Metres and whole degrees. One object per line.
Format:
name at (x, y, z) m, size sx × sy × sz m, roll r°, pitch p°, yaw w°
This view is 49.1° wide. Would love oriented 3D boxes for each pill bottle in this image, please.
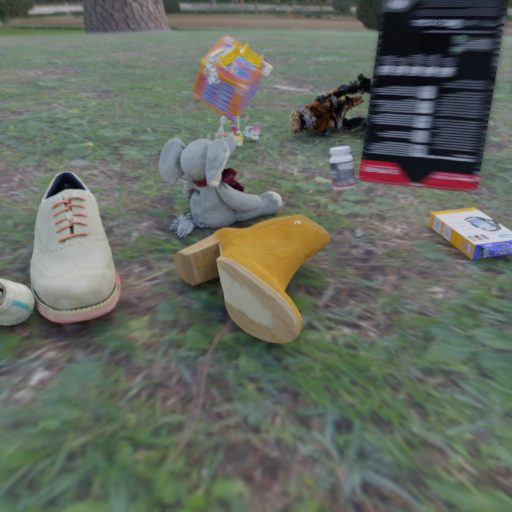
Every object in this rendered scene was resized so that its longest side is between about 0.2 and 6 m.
pill bottle at (1.425, -1.453, 9.298) m, size 0.389 × 0.672 × 0.389 m, roll -8°, pitch 13°, yaw 2°

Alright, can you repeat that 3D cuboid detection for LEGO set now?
LEGO set at (-0.416, -3.873, 11.152) m, size 1.522 × 0.700 × 0.566 m, roll -21°, pitch 28°, yaw -32°
LEGO set at (-0.745, -3.305, 15.143) m, size 0.914 × 0.739 × 1.986 m, roll 14°, pitch 30°, yaw 26°

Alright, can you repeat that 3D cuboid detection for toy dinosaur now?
toy dinosaur at (2.359, -4.420, 16.584) m, size 2.315 × 1.743 × 3.412 m, roll 1°, pitch 44°, yaw 38°

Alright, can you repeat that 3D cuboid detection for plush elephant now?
plush elephant at (-0.820, -1.504, 10.534) m, size 1.830 × 1.721 × 2.222 m, roll 20°, pitch 33°, yaw 34°

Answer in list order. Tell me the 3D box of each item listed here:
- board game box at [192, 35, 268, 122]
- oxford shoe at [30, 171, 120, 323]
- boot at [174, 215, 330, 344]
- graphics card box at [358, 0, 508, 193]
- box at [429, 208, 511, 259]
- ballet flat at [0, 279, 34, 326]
board game box at (-0.572, -3.791, 12.007) m, size 1.065 × 1.064 × 1.064 m, roll 33°, pitch 61°, yaw 0°
oxford shoe at (-2.880, -0.241, 8.493) m, size 1.273 × 1.328 × 3.597 m, roll -11°, pitch 29°, yaw -20°
boot at (0.332, 0.084, 8.111) m, size 2.109 × 1.037 × 2.946 m, roll -23°, pitch 29°, yaw -28°
graphics card box at (2.766, -2.573, 8.873) m, size 1.864 × 2.972 × 0.756 m, roll 9°, pitch 10°, yaw 23°
box at (3.893, -0.383, 9.915) m, size 0.947 × 0.330 × 1.591 m, roll -7°, pitch 30°, yaw -13°
ballet flat at (-4.165, 0.422, 7.650) m, size 2.332 × 0.787 × 0.727 m, roll 6°, pitch -16°, yaw 12°
